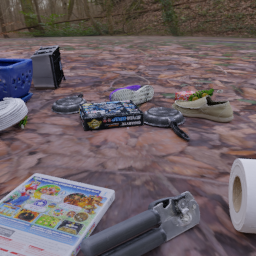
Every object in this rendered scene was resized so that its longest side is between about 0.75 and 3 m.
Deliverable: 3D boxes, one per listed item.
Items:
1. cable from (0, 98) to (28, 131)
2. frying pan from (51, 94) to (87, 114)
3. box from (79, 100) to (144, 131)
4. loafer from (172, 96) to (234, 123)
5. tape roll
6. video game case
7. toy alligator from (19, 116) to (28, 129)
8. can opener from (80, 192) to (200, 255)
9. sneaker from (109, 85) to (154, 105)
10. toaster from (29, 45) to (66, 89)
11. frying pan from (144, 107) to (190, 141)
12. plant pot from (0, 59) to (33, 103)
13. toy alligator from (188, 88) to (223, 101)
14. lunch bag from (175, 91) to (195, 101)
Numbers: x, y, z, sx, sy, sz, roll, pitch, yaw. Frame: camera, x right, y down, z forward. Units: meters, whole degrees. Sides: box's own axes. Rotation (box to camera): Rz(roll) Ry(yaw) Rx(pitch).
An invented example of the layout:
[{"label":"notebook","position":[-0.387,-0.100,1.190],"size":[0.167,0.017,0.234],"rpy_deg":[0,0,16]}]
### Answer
[{"label":"cable","position":[-4.123,-0.397,9.032],"size":[1.703,0.590,1.703],"rpy_deg":[3,33,36]},{"label":"frying pan","position":[-2.071,-1.105,11.485],"size":[1.488,0.400,2.461],"rpy_deg":[10,28,26]},{"label":"box","position":[-0.631,-0.493,9.800],"size":[2.036,0.468,1.618],"rpy_deg":[-6,23,-14]},{"label":"loafer","position":[2.695,-0.796,10.147],"size":[2.248,0.768,0.851],"rpy_deg":[12,25,27]},{"label":"tape roll","position":[2.083,1.153,4.813],"size":[0.432,1.236,1.236],"rpy_deg":[4,23,7]},{"label":"video game case","position":[-1.624,1.694,4.789],"size":[1.934,0.243,2.701],"rpy_deg":[8,24,19]},{"label":"toy alligator","position":[-3.522,-0.205,9.292],"size":[0.238,0.328,0.990],"rpy_deg":[-4,22,-9]},{"label":"can opener","position":[0.261,1.673,4.664],"size":[2.266,0.604,0.758],"rpy_deg":[-14,-6,-30]},{"label":"sneaker","position":[-0.041,-1.334,11.633],"size":[2.234,0.777,1.111],"rpy_deg":[-15,20,-41]},{"label":"toaster","position":[-4.047,-3.023,14.238],"size":[1.235,2.081,1.881],"rpy_deg":[-2,30,1]},{"label":"frying pan","position":[1.178,-0.238,9.393],"size":[1.550,0.417,2.563],"rpy_deg":[1,19,5]},{"label":"plant pot","position":[-5.005,-1.739,11.122],"size":[1.978,1.778,1.978],"rpy_deg":[4,23,8]},{"label":"toy alligator","position":[3.082,-1.389,11.431],"size":[1.626,0.391,0.539],"rpy_deg":[-22,20,-5]},{"label":"lunch bag","position":[2.513,-1.386,12.095],"size":[0.938,0.384,0.826],"rpy_deg":[-6,23,-15]}]
